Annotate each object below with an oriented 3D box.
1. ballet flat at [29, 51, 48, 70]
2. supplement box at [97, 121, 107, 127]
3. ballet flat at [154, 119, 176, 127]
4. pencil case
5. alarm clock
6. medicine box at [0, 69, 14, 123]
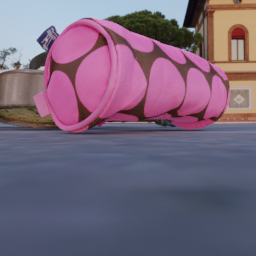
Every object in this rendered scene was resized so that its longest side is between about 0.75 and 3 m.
[{"bbox_3d":[-1.314,-1.193,5.869,2.763,0.945,0.940,-7,-35,38],"label":"ballet flat"},{"bbox_3d":[-0.491,-0.884,6.854,0.860,0.878,1.699,32,-46,-27],"label":"supplement box"},{"bbox_3d":[1.349,-0.332,9.301,0.604,0.516,1.816,19,9,21],"label":"ballet flat"},{"bbox_3d":[0.281,-0.533,3.925,2.949,1.338,1.381,2,-33,-48],"label":"pencil case"},{"bbox_3d":[-1.414,-0.512,4.884,2.437,0.811,1.644,-5,-12,39],"label":"alarm clock"},{"bbox_3d":[-3.631,-0.707,7.455,2.133,1.098,1.943,-10,0,-1],"label":"medicine box"}]
